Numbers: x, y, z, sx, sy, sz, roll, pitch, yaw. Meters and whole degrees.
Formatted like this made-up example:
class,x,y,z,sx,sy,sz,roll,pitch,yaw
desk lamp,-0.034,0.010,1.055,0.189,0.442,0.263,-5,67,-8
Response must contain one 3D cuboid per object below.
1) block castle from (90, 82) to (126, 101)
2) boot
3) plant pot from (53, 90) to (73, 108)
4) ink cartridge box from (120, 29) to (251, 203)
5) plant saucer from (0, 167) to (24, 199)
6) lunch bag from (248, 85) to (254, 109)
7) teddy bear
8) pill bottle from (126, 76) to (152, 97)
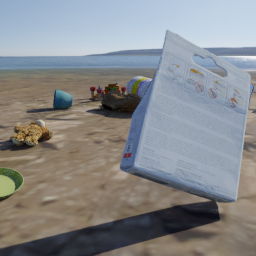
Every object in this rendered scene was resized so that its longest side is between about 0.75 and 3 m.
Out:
class,x,y,z,sx,sy,sz,roll,pitch,yaw
block castle,-1.132,-2.189,16.367,1.933,0.907,1.292,-9,18,-29
boot,-0.164,-1.008,12.746,2.615,0.963,0.987,17,50,40
plant pot,-3.142,-1.349,13.587,0.848,0.903,0.903,7,12,-21
ink cartridge box,1.143,-0.177,5.098,2.100,2.589,0.649,21,-21,-19
plant saucer,-2.610,1.119,5.594,0.987,0.153,0.987,9,24,-4
lunch bag,4.154,-1.475,12.788,2.302,1.467,1.957,26,28,37
teddy bear,-2.975,0.125,8.758,1.176,0.542,1.623,9,18,22
pill bottle,0.766,-1.936,14.554,1.391,1.391,2.669,-5,16,-17
